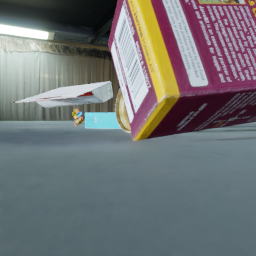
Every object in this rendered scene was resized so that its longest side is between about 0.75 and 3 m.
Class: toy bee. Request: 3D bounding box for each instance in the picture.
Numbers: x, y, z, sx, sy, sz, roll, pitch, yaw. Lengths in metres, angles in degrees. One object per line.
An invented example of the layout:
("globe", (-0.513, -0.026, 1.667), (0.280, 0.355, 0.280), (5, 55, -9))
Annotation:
("toy bee", (-1.703, -0.328, 9.583), (0.481, 0.579, 0.885), (-43, 29, -8))

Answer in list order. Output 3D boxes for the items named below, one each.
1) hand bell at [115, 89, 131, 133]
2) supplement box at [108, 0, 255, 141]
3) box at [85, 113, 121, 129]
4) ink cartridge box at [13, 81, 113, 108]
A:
("hand bell", (0.929, -0.307, 5.644), (2.148, 1.118, 1.118), (11, -5, -36))
("supplement box", (1.149, -0.791, 3.108), (2.441, 1.347, 1.046), (-8, -20, -17))
("box", (-0.217, -0.203, 7.612), (1.784, 0.439, 0.734), (1, 2, 18))
("ink cartridge box", (-1.954, -0.934, 9.200), (2.196, 0.683, 2.729), (-4, 18, 18))
